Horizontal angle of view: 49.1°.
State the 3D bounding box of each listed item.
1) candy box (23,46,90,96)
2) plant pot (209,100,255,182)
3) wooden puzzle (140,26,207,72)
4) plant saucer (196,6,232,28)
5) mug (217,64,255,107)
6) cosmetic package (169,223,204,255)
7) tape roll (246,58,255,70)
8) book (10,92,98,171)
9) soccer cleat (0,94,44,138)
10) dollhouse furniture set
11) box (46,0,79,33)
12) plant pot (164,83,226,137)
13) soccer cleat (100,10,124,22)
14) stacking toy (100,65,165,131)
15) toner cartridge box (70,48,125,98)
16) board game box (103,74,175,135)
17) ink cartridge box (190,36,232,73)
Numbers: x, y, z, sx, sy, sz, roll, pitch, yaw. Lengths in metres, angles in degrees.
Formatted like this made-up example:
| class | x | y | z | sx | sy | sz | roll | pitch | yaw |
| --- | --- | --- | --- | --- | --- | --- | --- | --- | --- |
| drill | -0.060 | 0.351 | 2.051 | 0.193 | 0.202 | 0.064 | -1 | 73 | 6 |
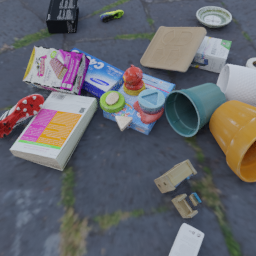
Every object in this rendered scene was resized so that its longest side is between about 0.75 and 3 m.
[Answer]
| class | x | y | z | sx | sy | sz | roll | pitch | yaw |
| --- | --- | --- | --- | --- | --- | --- | --- | --- | --- |
| candy box | -2.227 | -1.789 | 8.720 | 1.819 | 0.555 | 1.240 | 12 | 82 | 19 |
| plant pot | 2.996 | 0.158 | 7.079 | 1.781 | 1.781 | 1.630 | -18 | 39 | -13 |
| wooden puzzle | 1.532 | -2.651 | 9.482 | 1.832 | 0.424 | 1.697 | 21 | 78 | 39 |
| plant saucer | 3.444 | -4.411 | 11.326 | 1.407 | 0.353 | 1.407 | 0 | 53 | 0 |
| mug | 3.446 | -0.989 | 8.306 | 1.400 | 1.178 | 1.596 | 11 | 83 | 1 |
| cosmetic package | 1.022 | 2.722 | 5.614 | 0.512 | 0.703 | 1.383 | 24 | 55 | 18 |
| tape roll | 4.492 | -2.153 | 9.722 | 0.761 | 0.139 | 0.761 | 0 | 53 | 0 |
| book | -2.014 | -0.067 | 7.846 | 1.533 | 0.552 | 2.295 | 12 | 53 | 19 |
| soccer cleat | -3.139 | -0.395 | 7.950 | 1.686 | 0.579 | 0.718 | -46 | 33 | -15 |
| dollhouse furniture set | 1.301 | 1.465 | 6.680 | 0.757 | 0.753 | 1.075 | -30 | 82 | -22 |
| box | -2.592 | -4.518 | 11.237 | 1.123 | 0.628 | 1.591 | 0 | 53 | -4 |
| plant pot | 1.952 | -0.614 | 7.881 | 1.313 | 1.341 | 1.341 | -25 | 56 | -27 |
| soccer cleat | -0.674 | -4.685 | 11.546 | 1.042 | 0.337 | 0.436 | -25 | 58 | -17 |
| stacking toy | 0.091 | -0.899 | 7.916 | 1.603 | 0.748 | 1.771 | -27 | 57 | -18 |
| toner cartridge box | -1.246 | -1.804 | 9.224 | 2.269 | 0.490 | 1.078 | 30 | 59 | 21 |
| board game box | 0.373 | -0.847 | 8.568 | 1.490 | 0.360 | 1.970 | 23 | 56 | 17 |
| ink cartridge box | 2.690 | -2.629 | 9.757 | 1.501 | 0.657 | 1.091 | 18 | 54 | 13 |
